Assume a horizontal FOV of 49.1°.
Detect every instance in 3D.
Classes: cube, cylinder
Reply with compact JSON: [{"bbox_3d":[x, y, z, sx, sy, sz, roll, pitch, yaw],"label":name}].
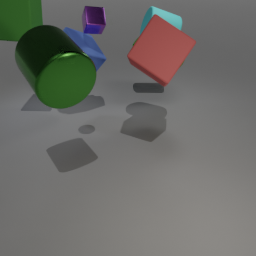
[{"bbox_3d":[-2.001,-2.817,11.011,1.400,1.400,1.400,-3,55,-53],"label":"cube"},{"bbox_3d":[-1.639,-1.381,6.328,1.400,1.400,1.400,-18,49,-30],"label":"cylinder"},{"bbox_3d":[-1.243,-3.885,10.130,0.700,0.700,0.700,-4,-8,-20],"label":"cube"},{"bbox_3d":[-3.876,-3.868,9.797,1.400,1.400,1.400,4,27,-1],"label":"cube"},{"bbox_3d":[1.102,-2.717,9.980,1.400,1.400,1.400,-27,30,17],"label":"cylinder"},{"bbox_3d":[1.415,-4.371,12.225,1.400,1.400,1.400,13,25,-17],"label":"cylinder"},{"bbox_3d":[0.965,-2.225,8.354,1.400,1.400,1.400,34,6,1],"label":"cube"}]
